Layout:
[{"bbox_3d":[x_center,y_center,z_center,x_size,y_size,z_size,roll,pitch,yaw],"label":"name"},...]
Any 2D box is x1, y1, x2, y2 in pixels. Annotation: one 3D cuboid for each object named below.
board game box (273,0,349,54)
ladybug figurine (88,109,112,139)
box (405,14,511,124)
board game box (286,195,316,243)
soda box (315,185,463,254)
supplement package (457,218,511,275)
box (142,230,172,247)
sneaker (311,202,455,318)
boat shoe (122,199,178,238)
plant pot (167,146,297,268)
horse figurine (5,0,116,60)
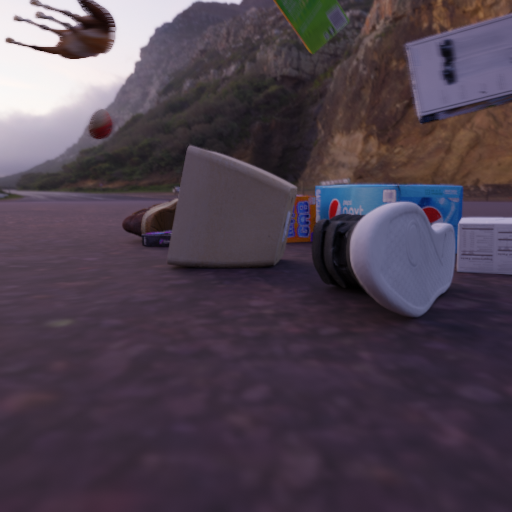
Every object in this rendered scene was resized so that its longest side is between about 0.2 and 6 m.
[{"bbox_3d":[0.683,-3.947,8.467,1.600,0.764,0.240,44,11,-35],"label":"board game box"},{"bbox_3d":[-2.319,-1.952,8.408,0.220,0.416,0.613,33,-14,3],"label":"ladybug figurine"},{"bbox_3d":[4.397,-3.700,11.006,2.631,1.535,0.791,-12,-2,18],"label":"box"},{"bbox_3d":[0.642,-0.805,11.950,0.966,0.965,0.966,-3,7,-20],"label":"board game box"},{"bbox_3d":[2.385,-0.801,10.993,1.268,1.200,3.739,-2,8,-15],"label":"soda box"},{"bbox_3d":[3.349,-0.164,7.844,0.959,0.683,1.231,2,8,22],"label":"supplement package"},{"bbox_3d":[-1.469,-0.366,11.304,1.073,0.271,1.501,2,6,19],"label":"box"},{"bbox_3d":[1.049,0.018,5.576,1.395,0.994,2.812,2,1,28],"label":"sneaker"},{"bbox_3d":[-2.182,-0.819,12.669,0.896,0.898,2.489,3,14,16],"label":"boat shoe"},{"bbox_3d":[-0.247,-0.618,8.407,1.492,1.683,1.685,13,9,7],"label":"plant pot"},{"bbox_3d":[-3.010,-3.684,9.240,1.660,0.625,2.506,4,-1,-39],"label":"horse figurine"}]
